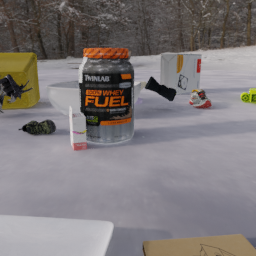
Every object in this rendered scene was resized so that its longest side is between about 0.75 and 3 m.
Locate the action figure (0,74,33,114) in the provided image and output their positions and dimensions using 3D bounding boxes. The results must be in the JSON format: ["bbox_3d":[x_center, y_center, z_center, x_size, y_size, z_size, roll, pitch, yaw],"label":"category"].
[{"bbox_3d":[-4.320,-1.023,9.027,2.315,1.182,1.376,-4,-22,-3],"label":"action figure"}]

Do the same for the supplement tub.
[{"bbox_3d":[-0.505,-0.793,6.744,1.323,2.159,1.323,-1,14,0],"label":"supplement tub"}]

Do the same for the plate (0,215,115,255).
[{"bbox_3d":[-1.034,1.295,2.353,1.653,0.268,1.657,1,14,6],"label":"plate"}]

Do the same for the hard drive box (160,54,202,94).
[{"bbox_3d":[3.043,-3.142,16.017,1.070,2.171,2.786,12,19,39],"label":"hard drive box"}]

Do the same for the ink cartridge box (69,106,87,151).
[{"bbox_3d":[-1.113,-0.020,6.223,0.310,0.918,0.535,-5,16,-17],"label":"ink cartridge box"}]

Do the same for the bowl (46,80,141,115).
[{"bbox_3d":[-1.127,-1.090,10.132,2.913,1.089,2.917,5,14,19],"label":"bowl"}]

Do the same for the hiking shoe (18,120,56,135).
[{"bbox_3d":[-2.340,0.034,7.273,1.042,0.395,0.525,-2,20,32],"label":"hiking shoe"}]

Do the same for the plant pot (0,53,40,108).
[{"bbox_3d":[-4.728,-1.786,11.283,2.134,2.134,1.882,-4,26,-16],"label":"plant pot"}]

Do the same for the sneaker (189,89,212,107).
[{"bbox_3d":[2.914,-1.228,11.471,0.652,0.688,1.675,-2,15,-8],"label":"sneaker"}]

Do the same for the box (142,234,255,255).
[{"bbox_3d":[0.748,1.318,2.581,1.118,0.119,0.914,-2,14,-6],"label":"box"}]

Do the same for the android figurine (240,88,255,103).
[{"bbox_3d":[6.257,-1.394,12.462,2.343,0.528,2.574,4,16,18],"label":"android figurine"}]

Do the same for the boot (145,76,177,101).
[{"bbox_3d":[1.247,-1.418,10.309,1.111,0.505,1.322,29,10,8],"label":"boot"}]

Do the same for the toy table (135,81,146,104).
[{"bbox_3d":[0.104,-1.627,12.606,1.440,0.918,1.567,-7,17,-26],"label":"toy table"}]
